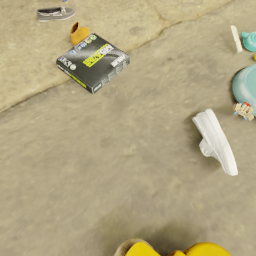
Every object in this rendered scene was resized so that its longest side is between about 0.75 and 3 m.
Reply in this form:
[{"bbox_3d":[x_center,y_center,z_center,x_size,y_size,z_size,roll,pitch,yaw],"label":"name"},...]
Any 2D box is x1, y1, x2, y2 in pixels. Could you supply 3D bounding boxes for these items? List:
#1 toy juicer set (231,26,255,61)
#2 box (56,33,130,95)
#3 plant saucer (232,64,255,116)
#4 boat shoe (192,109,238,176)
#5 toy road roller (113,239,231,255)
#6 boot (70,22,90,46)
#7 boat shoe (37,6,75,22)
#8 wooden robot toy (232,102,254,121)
[{"bbox_3d":[5.159,-3.358,11.518,2.127,0.579,1.353,10,79,3],"label":"toy juicer set"},{"bbox_3d":[-1.363,-2.606,11.049,2.070,0.509,2.143,38,67,22],"label":"box"},{"bbox_3d":[5.390,-1.426,10.256,2.974,0.408,2.974,1,54,-1],"label":"plant saucer"},{"bbox_3d":[2.697,0.467,8.943,0.857,0.901,2.501,-24,55,16],"label":"boat shoe"},{"bbox_3d":[1.179,3.571,6.886,2.965,1.822,2.164,36,54,13],"label":"toy road roller"},{"bbox_3d":[-1.972,-4.012,11.564,0.486,0.989,1.381,15,61,7],"label":"boot"},{"bbox_3d":[-3.213,-5.158,12.497,1.708,0.487,0.571,-14,62,-8],"label":"boat shoe"},{"bbox_3d":[3.851,-0.686,9.562,1.196,0.527,0.543,19,21,-36],"label":"wooden robot toy"}]
